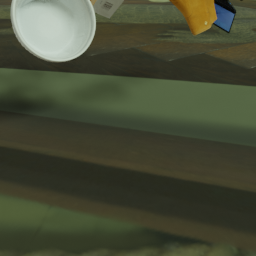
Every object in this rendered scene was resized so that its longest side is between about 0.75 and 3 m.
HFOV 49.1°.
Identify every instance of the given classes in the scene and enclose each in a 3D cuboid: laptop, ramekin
[{"bbox_3d":[2.486,-3.334,7.914,1.098,0.567,0.973,13,29,-48],"label":"laptop"},{"bbox_3d":[-1.796,-2.465,6.539,1.860,1.860,0.976,-19,17,-27],"label":"ramekin"}]

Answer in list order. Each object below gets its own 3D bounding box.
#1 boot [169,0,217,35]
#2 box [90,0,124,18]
[{"bbox_3d":[1.250,-2.608,5.956,1.818,1.301,0.640,-31,24,-27],"label":"boot"},{"bbox_3d":[-0.568,-3.944,7.848,0.660,0.945,1.241,11,70,-28],"label":"box"}]
